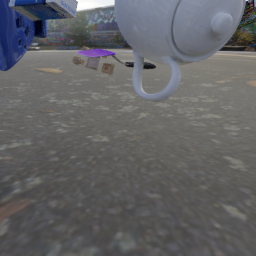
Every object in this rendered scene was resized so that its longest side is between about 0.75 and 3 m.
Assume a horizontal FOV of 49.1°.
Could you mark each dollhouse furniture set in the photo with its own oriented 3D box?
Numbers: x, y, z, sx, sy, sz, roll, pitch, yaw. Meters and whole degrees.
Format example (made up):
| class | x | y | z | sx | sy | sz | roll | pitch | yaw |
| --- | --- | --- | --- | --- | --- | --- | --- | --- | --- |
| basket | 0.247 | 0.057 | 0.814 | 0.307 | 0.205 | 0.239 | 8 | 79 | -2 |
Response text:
| class | x | y | z | sx | sy | sz | roll | pitch | yaw |
| --- | --- | --- | --- | --- | --- | --- | --- | --- | --- |
| dollhouse furniture set | -1.046 | -2.149 | 8.841 | 1.222 | 0.634 | 0.541 | 10 | 10 | -37 |

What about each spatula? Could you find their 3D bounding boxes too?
| class | x | y | z | sx | sy | sz | roll | pitch | yaw |
| --- | --- | --- | --- | --- | --- | --- | --- | --- | --- |
| spatula | -0.147 | -1.710 | 7.043 | 2.519 | 0.259 | 0.712 | 1 | 20 | -46 |

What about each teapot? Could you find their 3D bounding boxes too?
| class | x | y | z | sx | sy | sz | roll | pitch | yaw |
| --- | --- | --- | --- | --- | --- | --- | --- | --- | --- |
| teapot | 1.137 | -2.197 | 5.281 | 2.704 | 2.740 | 2.001 | -23 | 47 | -11 |

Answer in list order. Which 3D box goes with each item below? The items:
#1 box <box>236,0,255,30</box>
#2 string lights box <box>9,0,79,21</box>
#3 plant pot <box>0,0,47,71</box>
| class | x | y | z | sx | sy | sz | roll | pitch | yaw |
| --- | --- | --- | --- | --- | --- | --- | --- | --- | --- |
| box | 3.461 | -3.519 | 9.003 | 0.923 | 0.291 | 1.678 | 6 | -11 | -39 |
| string lights box | -1.201 | -1.761 | 3.990 | 0.882 | 0.260 | 0.453 | 9 | -4 | 29 |
| plant pot | -3.088 | -2.844 | 6.063 | 2.240 | 2.240 | 2.014 | 19 | 43 | 15 |
